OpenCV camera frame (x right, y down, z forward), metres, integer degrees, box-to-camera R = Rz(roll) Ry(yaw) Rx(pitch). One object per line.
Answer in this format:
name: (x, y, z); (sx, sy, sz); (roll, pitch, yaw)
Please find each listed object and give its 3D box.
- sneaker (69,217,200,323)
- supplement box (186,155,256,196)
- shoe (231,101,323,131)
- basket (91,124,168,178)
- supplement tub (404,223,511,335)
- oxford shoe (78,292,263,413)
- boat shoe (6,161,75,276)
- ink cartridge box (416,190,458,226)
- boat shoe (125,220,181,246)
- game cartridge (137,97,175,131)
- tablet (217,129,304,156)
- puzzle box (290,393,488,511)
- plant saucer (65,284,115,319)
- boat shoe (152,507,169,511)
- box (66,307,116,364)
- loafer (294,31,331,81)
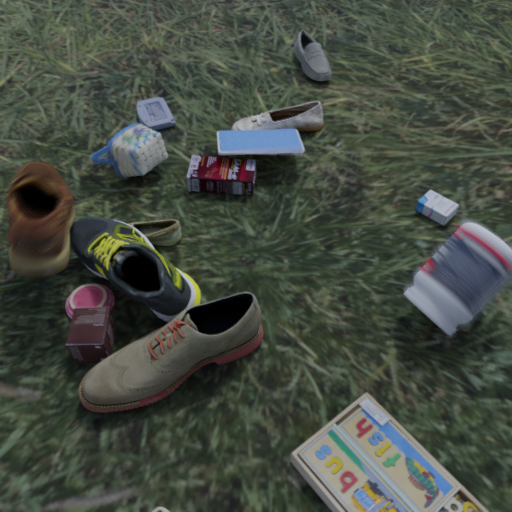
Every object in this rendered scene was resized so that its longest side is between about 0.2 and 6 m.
sneaker: (-2.475, 0.014, 10.709); (3.291, 1.393, 1.226); (30, 79, 23)
supplement box: (-0.803, -1.902, 13.224); (1.555, 0.473, 0.846); (4, 49, 2)
shoe: (0.555, -3.542, 14.541); (2.477, 0.661, 0.866); (-11, 50, -10)
basket: (-2.998, -2.547, 13.412); (1.556, 1.082, 1.372); (9, 42, 35)
supplement tub: (3.720, 0.412, 10.215); (1.800, 1.263, 1.263); (-48, 58, 5)
oxford shoe: (-1.478, 1.504, 9.685); (3.428, 1.282, 1.208); (-25, 53, -20)
boat shoe: (-4.093, -1.038, 10.665); (1.243, 1.166, 3.453); (-3, 35, -19)
ink cartridge box: (4.075, -1.083, 12.610); (0.748, 0.316, 0.540); (35, 57, 29)
boat shoe: (-2.464, -0.510, 11.960); (1.695, 0.533, 0.618); (-1, 49, -1)
game cartridge: (-2.744, -3.801, 15.067); (0.845, 0.259, 1.269); (-14, 50, -17)
tablet: (0.078, -2.759, 13.584); (2.034, 0.139, 1.324); (-2, 35, -5)
puzzle box: (1.987, 3.536, 8.535); (1.733, 0.331, 2.605); (-32, 56, -24)
plant saucer: (-3.252, 0.887, 10.932); (0.947, 0.240, 0.947); (0, 49, 0)
boat shoe: (-1.440, 4.498, 7.482); (0.744, 0.654, 2.089); (6, 50, 3)
box: (-2.969, 1.437, 10.154); (0.669, 0.676, 0.815); (-1, 49, -1)
loafer: (1.652, -5.911, 16.571); (0.746, 0.745, 2.134); (-16, 50, -13)
